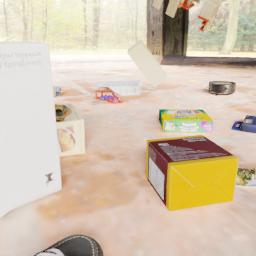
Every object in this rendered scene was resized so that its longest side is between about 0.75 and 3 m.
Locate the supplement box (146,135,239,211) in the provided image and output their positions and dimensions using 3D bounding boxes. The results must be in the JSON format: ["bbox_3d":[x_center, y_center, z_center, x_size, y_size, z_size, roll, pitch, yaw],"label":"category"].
[{"bbox_3d":[1.092,0.745,5.135,1.226,0.825,1.243,-5,19,-14],"label":"supplement box"}]

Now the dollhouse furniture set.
[{"bbox_3d":[1.561,-3.218,7.317,1.512,0.787,1.528,36,50,15],"label":"dollhouse furniture set"}]

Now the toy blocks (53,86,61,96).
[{"bbox_3d":[-3.769,-1.797,13.299,1.150,0.840,1.682,0,10,-42],"label":"toy blocks"}]

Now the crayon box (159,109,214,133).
[{"bbox_3d":[1.776,-0.247,8.829,1.480,0.431,1.277,0,18,0],"label":"crayon box"}]

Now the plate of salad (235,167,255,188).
[{"bbox_3d":[2.240,0.925,5.581,0.888,0.213,0.888,0,17,0],"label":"plate of salad"}]

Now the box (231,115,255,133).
[{"bbox_3d":[4.194,-0.075,8.561,1.843,0.299,1.116,8,19,26],"label":"box"}]

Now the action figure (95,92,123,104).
[{"bbox_3d":[-0.799,-1.344,12.371,0.527,0.417,1.612,-13,25,-42],"label":"action figure"}]

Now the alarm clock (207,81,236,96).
[{"bbox_3d":[4.795,-2.046,14.095,1.277,0.630,1.893,12,24,35],"label":"alarm clock"}]

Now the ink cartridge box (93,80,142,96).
[{"bbox_3d":[-0.498,-2.063,14.408,2.344,0.587,1.886,-2,18,8],"label":"ink cartridge box"}]

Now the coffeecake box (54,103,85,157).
[{"bbox_3d":[-2.513,0.061,7.088,2.520,0.921,1.934,-6,19,-18],"label":"coffeecake box"}]

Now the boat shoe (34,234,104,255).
[{"bbox_3d":[-0.890,1.660,2.421,0.878,0.748,2.626,6,19,19],"label":"boat shoe"}]

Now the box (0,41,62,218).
[{"bbox_3d":[-2.664,0.019,4.392,1.727,2.642,2.628,17,24,42],"label":"box"}]

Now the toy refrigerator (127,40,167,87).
[{"bbox_3d":[0.676,-2.219,9.674,0.588,1.548,0.542,-34,22,20],"label":"toy refrigerator"}]

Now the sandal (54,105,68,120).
[{"bbox_3d":[-1.673,-0.421,6.551,0.463,0.312,1.154,1,19,-1],"label":"sandal"}]
